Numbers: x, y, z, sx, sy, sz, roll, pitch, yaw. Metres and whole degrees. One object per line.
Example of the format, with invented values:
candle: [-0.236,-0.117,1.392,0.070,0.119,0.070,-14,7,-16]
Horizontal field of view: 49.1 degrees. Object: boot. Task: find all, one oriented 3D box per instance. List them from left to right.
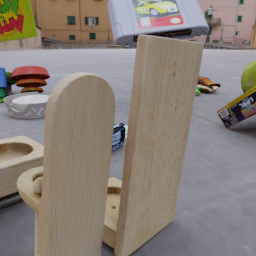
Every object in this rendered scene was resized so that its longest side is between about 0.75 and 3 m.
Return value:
boot: [3.078,-1.849,11.528,1.052,0.383,1.117,6,23,-18]

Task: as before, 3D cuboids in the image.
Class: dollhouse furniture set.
dollhouse furniture set: [-1.137,-0.009,3.113,2.715,2.212,2.582,20,22,36]

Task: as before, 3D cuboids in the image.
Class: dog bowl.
dog bowl: [-2.848,-0.701,8.485,1.674,0.491,1.674,0,18,0]

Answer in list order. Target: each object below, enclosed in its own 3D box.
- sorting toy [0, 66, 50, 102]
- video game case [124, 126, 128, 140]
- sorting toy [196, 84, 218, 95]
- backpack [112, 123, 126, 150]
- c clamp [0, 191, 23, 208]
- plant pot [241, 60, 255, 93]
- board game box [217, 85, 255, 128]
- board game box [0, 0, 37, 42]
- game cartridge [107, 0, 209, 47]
sorting toy: [-4.267,-1.519,10.355,2.860,1.174,1.718,-5,0,23]
video game case: [-0.114,0.103,6.712,0.759,0.097,0.835,1,19,2]
sorting toy: [2.778,-1.692,11.711,1.530,0.305,2.070,16,20,27]
backpack: [-0.462,0.188,5.804,0.693,0.511,0.759,6,19,18]
c clamp: [-2.612,0.802,4.260,2.379,0.322,2.032,-11,22,-31]
plant pot: [4.771,-1.508,8.766,2.267,2.267,2.182,-3,7,-9]
board game box: [3.334,-0.827,6.544,1.670,0.573,2.020,-24,-10,-23]
board game box: [-1.269,-1.250,2.259,0.782,0.366,1.539,-14,53,-15]
game cartridge: [0.826,-3.381,8.377,2.759,0.564,1.837,-9,59,-5]
